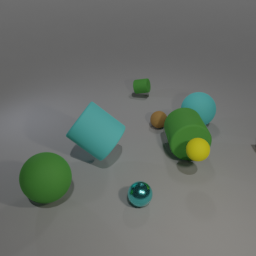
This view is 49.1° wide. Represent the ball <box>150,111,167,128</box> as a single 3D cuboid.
[{"bbox_3d":[1.265,-0.352,11.482,0.700,0.700,0.700,0,31,0],"label":"ball"}]

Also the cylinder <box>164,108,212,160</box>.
[{"bbox_3d":[2.067,0.184,9.898,1.400,1.400,1.400,-1,29,-2],"label":"cylinder"}]

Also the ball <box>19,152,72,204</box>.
[{"bbox_3d":[-2.273,1.370,7.768,1.400,1.400,1.400,0,31,0],"label":"ball"}]

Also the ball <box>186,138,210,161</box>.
[{"bbox_3d":[2.080,0.644,8.338,0.700,0.700,0.700,0,31,0],"label":"ball"}]

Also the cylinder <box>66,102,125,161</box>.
[{"bbox_3d":[-1.037,0.103,9.056,1.400,1.400,1.400,37,32,-9],"label":"cylinder"}]

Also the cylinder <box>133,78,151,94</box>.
[{"bbox_3d":[0.694,-2.083,13.939,0.700,0.700,0.700,-3,28,23],"label":"cylinder"}]

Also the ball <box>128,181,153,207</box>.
[{"bbox_3d":[0.339,1.845,7.849,0.700,0.700,0.700,0,31,0],"label":"ball"}]

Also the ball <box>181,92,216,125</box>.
[{"bbox_3d":[2.871,-0.763,11.446,1.400,1.400,1.400,0,31,0],"label":"ball"}]
